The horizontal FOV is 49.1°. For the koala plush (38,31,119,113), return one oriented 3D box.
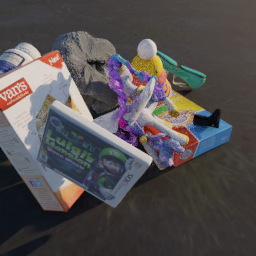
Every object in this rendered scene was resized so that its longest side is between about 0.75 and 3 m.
[{"bbox_3d":[-1.934,-1.555,8.587,2.576,2.284,2.367,-13,-14,35],"label":"koala plush"}]

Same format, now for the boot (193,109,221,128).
[{"bbox_3d":[2.169,-0.310,7.703,0.714,0.325,0.850,10,38,17],"label":"boot"}]

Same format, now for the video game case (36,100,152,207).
[{"bbox_3d":[-0.657,0.521,4.596,1.692,1.538,0.198,31,44,0],"label":"video game case"}]

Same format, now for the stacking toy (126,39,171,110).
[{"bbox_3d":[0.490,-1.593,7.843,1.489,2.038,1.489,-3,56,5],"label":"stacking toy"}]

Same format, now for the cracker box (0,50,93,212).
[{"bbox_3d":[-1.650,0.052,5.975,0.825,2.859,1.915,-10,26,36],"label":"cracker box"}]

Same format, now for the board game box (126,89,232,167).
[{"bbox_3d":[1.317,-0.168,8.297,2.046,0.539,2.674,-21,40,-27],"label":"board game box"}]

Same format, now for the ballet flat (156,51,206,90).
[{"bbox_3d":[1.709,-2.065,10.336,2.304,0.811,0.776,27,23,-2],"label":"ballet flat"}]

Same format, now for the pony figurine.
[{"bbox_3d":[0.196,-0.266,6.051,2.127,2.554,2.465,-31,28,33],"label":"pony figurine"}]

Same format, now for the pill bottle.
[{"bbox_3d":[-3.896,-1.821,9.433,1.263,1.263,2.277,11,53,15],"label":"pill bottle"}]
